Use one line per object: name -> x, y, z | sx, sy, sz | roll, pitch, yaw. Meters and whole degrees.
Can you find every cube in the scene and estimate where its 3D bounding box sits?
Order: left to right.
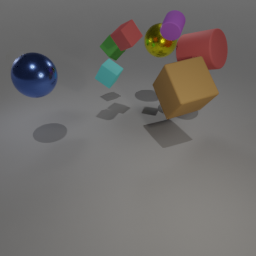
cube -> -0.722, -2.086, 10.721 | 0.700, 0.700, 0.700 | 35, 39, -3
cube -> -0.640, -3.445, 12.034 | 0.700, 0.700, 0.700 | 50, 18, 15
cube -> -0.054, -3.292, 9.981 | 0.700, 0.700, 0.700 | 0, 45, 53
cube -> 1.851, -1.305, 9.301 | 1.400, 1.400, 1.400 | -16, 76, -17

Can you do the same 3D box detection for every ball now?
ball -> -2.919, -1.644, 8.768 | 1.400, 1.400, 1.400 | 0, 30, 0
ball -> 1.381, -3.691, 11.832 | 1.400, 1.400, 1.400 | 0, 30, 0

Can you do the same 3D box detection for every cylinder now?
cylinder -> 1.490, -3.400, 9.288 | 0.700, 0.700, 0.700 | 11, 57, 18
cylinder -> 2.728, -2.841, 10.354 | 1.400, 1.400, 1.400 | 5, 26, 43
